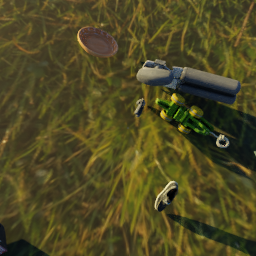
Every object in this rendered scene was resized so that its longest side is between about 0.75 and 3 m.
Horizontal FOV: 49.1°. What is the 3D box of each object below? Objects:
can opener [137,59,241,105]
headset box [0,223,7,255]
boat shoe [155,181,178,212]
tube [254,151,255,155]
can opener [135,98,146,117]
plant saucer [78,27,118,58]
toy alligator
[{"bbox_3d":[1.662,-1.203,7.966,2.847,0.759,0.952,18,49,12],"label":"can opener"},{"bbox_3d":[-3.797,2.506,6.062,2.038,1.516,0.787,-28,43,-10],"label":"headset box"},{"bbox_3d":[0.954,1.742,6.936,0.320,0.302,0.892,26,108,-16],"label":"boat shoe"},{"bbox_3d":[3.540,0.816,7.414,0.227,0.203,0.783,41,29,-4],"label":"tube"},{"bbox_3d":[0.318,-0.585,8.079,0.257,0.205,0.770,-9,33,31],"label":"can opener"},{"bbox_3d":[-0.941,-2.616,8.662,1.298,0.243,1.298,16,48,-19],"label":"plant saucer"},{"bbox_3d":[1.801,-0.217,7.810,2.300,0.762,0.553,36,32,5],"label":"toy alligator"}]
